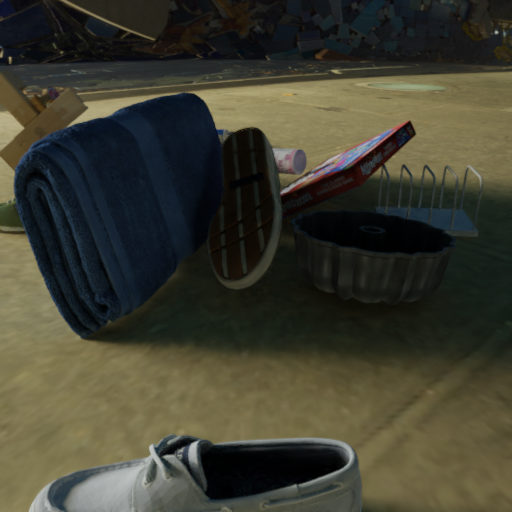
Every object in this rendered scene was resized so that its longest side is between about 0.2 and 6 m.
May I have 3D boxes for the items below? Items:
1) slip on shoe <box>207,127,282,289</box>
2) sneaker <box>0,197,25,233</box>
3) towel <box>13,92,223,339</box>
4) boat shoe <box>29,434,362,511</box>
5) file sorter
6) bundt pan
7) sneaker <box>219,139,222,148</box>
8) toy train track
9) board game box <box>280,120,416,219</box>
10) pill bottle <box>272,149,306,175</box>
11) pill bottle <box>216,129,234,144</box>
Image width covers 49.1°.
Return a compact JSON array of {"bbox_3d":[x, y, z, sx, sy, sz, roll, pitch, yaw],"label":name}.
[{"bbox_3d":[-0.111,-0.748,9.476,1.225,0.976,3.221,-13,52,14],"label":"slip on shoe"},{"bbox_3d":[-4.209,-1.128,11.199,2.692,1.208,0.903,3,24,7],"label":"sneaker"},{"bbox_3d":[-1.862,-1.035,9.141,1.177,2.707,4.849,-6,21,22],"label":"towel"},{"bbox_3d":[-0.498,1.942,4.659,2.799,0.959,1.008,2,24,4],"label":"boat shoe"},{"bbox_3d":[3.450,-1.186,11.387,1.885,1.174,1.308,2,23,6],"label":"file sorter"},{"bbox_3d":[1.739,0.027,8.728,2.531,0.950,2.531,5,18,-2],"label":"bundt pan"},{"bbox_3d":[-1.159,-2.258,13.593,1.214,1.325,3.111,-14,28,-28],"label":"sneaker"},{"bbox_3d":[-3.127,-1.676,9.938,2.092,3.647,0.593,-27,23,29],"label":"toy train track"},{"bbox_3d":[1.876,-1.925,12.523,2.470,0.467,4.799,-23,10,34],"label":"board game box"},{"bbox_3d":[0.592,-2.155,12.766,1.002,0.568,0.568,10,25,37],"label":"pill bottle"},{"bbox_3d":[-1.160,-3.826,18.077,0.925,0.519,0.519,2,24,4],"label":"pill bottle"}]
